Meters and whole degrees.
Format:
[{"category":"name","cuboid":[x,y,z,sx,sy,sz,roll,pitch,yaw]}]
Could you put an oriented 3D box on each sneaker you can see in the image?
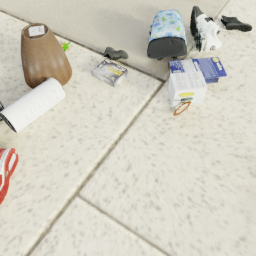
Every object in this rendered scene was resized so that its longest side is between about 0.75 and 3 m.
[{"category":"sneaker","cuboid":[5.556,-5.388,14.360,1.566,0.470,0.817,7,59,9]},{"category":"sneaker","cuboid":[-0.555,-3.333,12.947,1.228,0.466,0.557,17,66,18]},{"category":"sneaker","cuboid":[-4.675,1.697,9.076,1.437,0.975,2.488,0,41,11]},{"category":"sneaker","cuboid":[3.806,-4.844,13.672,1.258,1.053,2.843,-5,64,-3]}]

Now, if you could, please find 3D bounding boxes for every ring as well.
[{"category":"ring","cuboid":[2.109,-0.743,10.849,0.083,0.867,0.867,49,61,-13]}]

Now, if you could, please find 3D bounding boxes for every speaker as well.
[{"category":"speaker","cuboid":[-3.618,-0.891,10.772,0.990,0.990,2.438,35,61,22]}]

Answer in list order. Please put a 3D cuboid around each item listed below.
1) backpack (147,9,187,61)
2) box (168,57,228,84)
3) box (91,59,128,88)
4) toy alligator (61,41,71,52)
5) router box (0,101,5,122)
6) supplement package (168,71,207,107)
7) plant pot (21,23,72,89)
[{"category":"backpack","cuboid":[1.852,-4.417,13.082,1.863,1.756,2.283,0,39,18]},{"category":"box","cuboid":[3.018,-2.489,12.265,2.308,0.374,1.398,-6,52,-2]},{"category":"box","cuboid":[-0.801,-2.432,12.308,1.286,0.311,1.018,30,59,21]},{"category":"toy alligator","cuboid":[-3.099,-3.739,13.292,0.302,0.330,1.113,-11,41,46]},{"category":"router box","cuboid":[-5.541,-0.827,9.873,1.849,2.352,0.614,-31,60,-21]},{"category":"supplement package","cuboid":[2.353,-1.560,11.264,1.276,0.969,0.961,-6,54,-4]},{"category":"plant pot","cuboid":[-3.523,-3.057,11.566,2.106,2.254,2.106,0,53,0]}]
